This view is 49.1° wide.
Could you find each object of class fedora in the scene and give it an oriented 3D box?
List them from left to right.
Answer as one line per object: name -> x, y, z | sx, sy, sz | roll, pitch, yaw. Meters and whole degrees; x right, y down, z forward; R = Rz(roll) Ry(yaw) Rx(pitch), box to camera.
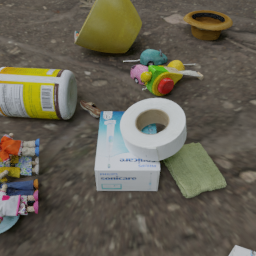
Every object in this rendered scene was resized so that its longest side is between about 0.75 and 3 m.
fedora -> 3.684, -4.756, 13.140 | 2.283, 0.931, 2.283 | -1, 42, 1

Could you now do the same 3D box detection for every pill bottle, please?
pill bottle -> -3.144, -1.101, 8.817 | 2.844, 1.553, 1.553 | 4, 43, 3

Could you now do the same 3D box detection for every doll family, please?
doll family -> -2.957, 1.305, 6.809 | 1.484, 1.078, 2.391 | 2, 52, -18

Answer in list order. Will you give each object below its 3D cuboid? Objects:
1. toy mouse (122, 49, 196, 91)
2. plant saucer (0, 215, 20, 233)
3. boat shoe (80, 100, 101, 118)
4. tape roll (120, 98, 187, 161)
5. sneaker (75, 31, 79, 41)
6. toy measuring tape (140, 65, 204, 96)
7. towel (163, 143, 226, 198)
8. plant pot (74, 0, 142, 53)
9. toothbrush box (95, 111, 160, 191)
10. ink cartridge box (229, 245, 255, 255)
toy mouse -> 0.867, -2.490, 10.997 | 2.625, 0.572, 2.954 | 26, 49, 25
plant saucer -> -3.352, 1.868, 6.184 | 1.804, 0.347, 1.804 | 21, 17, -7
boat shoe -> -1.196, -0.681, 9.174 | 0.947, 0.340, 0.359 | 37, 16, 26
tape roll -> 0.619, 0.010, 6.811 | 1.594, 0.557, 1.594 | -7, 49, 8
sneaker -> -2.306, -4.219, 13.050 | 0.364, 0.325, 0.912 | -1, 47, -11
toy measuring tape -> 1.547, -1.654, 10.128 | 2.852, 1.049, 1.049 | -3, 38, -37
towel -> 1.683, 1.047, 7.418 | 1.261, 0.310, 1.699 | -13, 40, -13
plant pot -> -0.655, -4.287, 11.643 | 2.045, 2.880, 2.880 | 27, 40, -18
toothbrush box -> -0.012, 0.559, 7.513 | 1.570, 0.914, 2.144 | 0, 43, -1
ink cartridge box -> 2.370, 2.779, 5.403 | 0.812, 0.598, 0.587 | 14, 46, 16
